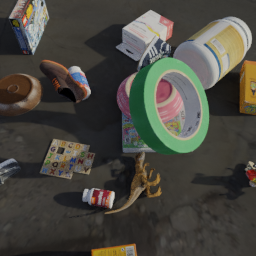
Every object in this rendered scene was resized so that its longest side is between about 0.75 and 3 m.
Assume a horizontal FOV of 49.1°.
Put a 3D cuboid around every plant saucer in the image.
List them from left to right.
[{"bbox_3d":[-4.668,-1.494,11.493,2.250,0.412,2.250,0,57,0],"label":"plant saucer"},{"bbox_3d":[0.872,-1.367,10.921,2.628,0.666,2.628,0,55,0],"label":"plant saucer"}]

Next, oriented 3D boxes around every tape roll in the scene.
[{"bbox_3d":[1.341,-0.653,8.571,2.895,0.696,2.895,8,77,-38],"label":"tape roll"}]

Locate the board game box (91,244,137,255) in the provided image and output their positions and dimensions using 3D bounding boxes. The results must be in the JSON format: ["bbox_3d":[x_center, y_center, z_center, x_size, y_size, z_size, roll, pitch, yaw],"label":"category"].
[{"bbox_3d":[-0.306,3.876,7.445,1.164,1.165,1.165,-6,57,-4],"label":"board game box"}]

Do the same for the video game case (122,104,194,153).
[{"bbox_3d":[1.065,-0.153,10.661,2.569,0.283,2.339,-1,56,-1],"label":"video game case"}]

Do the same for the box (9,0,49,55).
[{"bbox_3d":[-4.480,-5.086,12.953,0.565,1.940,2.834,5,56,2],"label":"box"}]

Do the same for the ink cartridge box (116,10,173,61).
[{"bbox_3d":[0.757,-4.354,13.120,1.466,0.850,2.518,37,64,22],"label":"ink cartridge box"}]

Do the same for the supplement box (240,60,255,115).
[{"bbox_3d":[5.011,-1.663,11.387,0.775,0.801,2.329,11,55,8],"label":"supplement box"}]

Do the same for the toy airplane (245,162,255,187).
[{"bbox_3d":[4.380,1.655,9.283,1.084,0.768,1.089,39,28,11],"label":"toy airplane"}]

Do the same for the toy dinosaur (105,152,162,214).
[{"bbox_3d":[0.360,1.939,9.147,1.327,0.755,2.499,1,45,24],"label":"toy dinosaur"}]

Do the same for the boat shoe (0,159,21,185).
[{"bbox_3d":[-4.367,1.674,9.317,1.605,0.576,0.544,-33,61,-28],"label":"boat shoe"}]

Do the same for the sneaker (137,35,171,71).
[{"bbox_3d":[0.864,-2.258,8.908,0.736,0.476,1.357,31,74,1],"label":"sneaker"}]

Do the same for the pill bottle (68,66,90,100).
[{"bbox_3d":[-2.072,-1.872,11.513,0.776,0.776,1.383,-16,59,-10],"label":"pill bottle"}]

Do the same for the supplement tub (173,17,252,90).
[{"bbox_3d":[3.507,-3.123,11.561,2.892,2.092,2.092,-39,64,-23],"label":"supplement tub"}]

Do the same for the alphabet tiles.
[{"bbox_3d":[-2.088,1.125,9.948,1.688,0.064,1.411,9,57,7],"label":"alphabet tiles"}]

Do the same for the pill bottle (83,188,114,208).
[{"bbox_3d":[-0.941,2.222,8.936,0.939,0.530,0.530,8,57,6],"label":"pill bottle"}]

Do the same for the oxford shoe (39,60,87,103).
[{"bbox_3d":[-2.333,-1.613,9.699,1.953,0.695,0.708,37,40,-2],"label":"oxford shoe"}]
